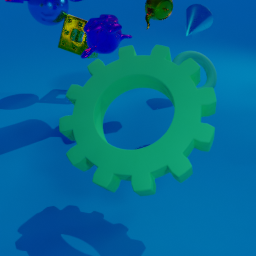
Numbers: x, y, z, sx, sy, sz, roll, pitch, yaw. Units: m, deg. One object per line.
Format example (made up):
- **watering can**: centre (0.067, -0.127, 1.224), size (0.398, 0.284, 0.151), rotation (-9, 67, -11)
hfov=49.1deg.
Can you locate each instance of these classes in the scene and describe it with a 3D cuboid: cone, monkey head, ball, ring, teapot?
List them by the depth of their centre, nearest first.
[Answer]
- **ring**: centre (1.419, -1.167, 6.044), size (1.083, 0.217, 1.083), rotation (4, 73, -14)
- **teapot**: centre (0.751, -2.861, 6.695), size (0.706, 1.135, 0.556), rotation (28, 21, -52)
- **monkey head**: centre (-0.487, -2.178, 6.708), size (1.474, 0.888, 1.061), rotation (-29, 40, -19)
- **cone**: centre (1.851, -2.899, 7.996), size (0.859, 0.859, 0.862), rotation (19, 63, 29)
- **ball**: centre (-2.323, -3.603, 8.176), size (1.168, 1.168, 1.168), rotation (0, 31, 0)

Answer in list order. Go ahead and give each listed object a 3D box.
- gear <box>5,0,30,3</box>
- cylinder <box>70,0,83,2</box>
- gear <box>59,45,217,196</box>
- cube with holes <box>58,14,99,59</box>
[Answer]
- **gear**: centre (-2.274, -3.412, 5.492), size (0.320, 1.731, 1.731), rotation (6, 31, 5)
- **cylinder**: centre (-1.198, -3.680, 6.094), size (1.245, 1.245, 1.245), rotation (-15, 56, 24)
- **gear**: centre (0.110, -0.164, 3.844), size (2.082, 0.385, 2.082), rotation (-5, 67, 13)
- **cube with holes**: centre (-1.419, -2.842, 8.753), size (1.015, 1.015, 1.015), rotation (20, 18, 3)
